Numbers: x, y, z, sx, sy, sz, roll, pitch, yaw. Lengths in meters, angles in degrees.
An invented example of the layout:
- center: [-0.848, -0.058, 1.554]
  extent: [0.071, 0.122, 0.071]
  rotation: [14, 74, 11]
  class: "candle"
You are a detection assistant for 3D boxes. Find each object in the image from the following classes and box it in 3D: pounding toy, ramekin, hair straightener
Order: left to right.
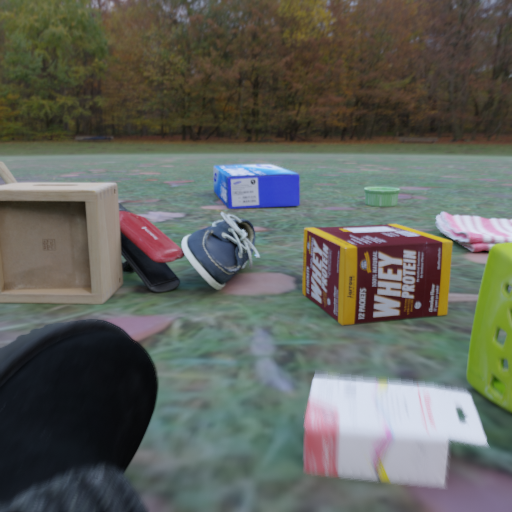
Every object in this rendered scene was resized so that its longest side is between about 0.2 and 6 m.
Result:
- center: [-2.488, -0.322, 6.653]
  extent: [1.645, 1.515, 1.170]
  rotation: [1, 13, 3]
  class: "pounding toy"
- center: [-1.858, -0.202, 7.404]
  extent: [2.509, 0.965, 0.513]
  rotation: [34, 37, 33]
  class: "hair straightener"
- center: [3.249, -1.524, 14.532]
  extent: [0.897, 0.438, 0.897]
  rotation: [0, 13, 0]
  class: "ramekin"

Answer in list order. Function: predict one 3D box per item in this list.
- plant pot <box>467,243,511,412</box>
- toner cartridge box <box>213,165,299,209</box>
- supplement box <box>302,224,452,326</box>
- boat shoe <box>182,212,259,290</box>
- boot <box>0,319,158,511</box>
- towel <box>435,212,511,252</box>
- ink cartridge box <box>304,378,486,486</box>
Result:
- center: [2.218, 0.582, 3.668]
  extent: [1.142, 1.137, 1.037]
  rotation: [-3, 20, -11]
  class: "plant pot"
- center: [-0.119, -2.019, 15.770]
  extent: [1.880, 0.854, 3.958]
  rotation: [-2, 13, -10]
  class: "toner cartridge box"
- center: [1.269, 0.153, 6.159]
  extent: [1.208, 0.802, 1.191]
  rotation: [-3, 13, -15]
  class: "supplement box"
- center: [-0.370, -0.112, 7.255]
  extent: [0.669, 0.810, 2.164]
  rotation: [-34, 1, 10]
  class: "boat shoe"
- center: [-0.468, 1.000, 2.031]
  extent: [1.772, 0.892, 2.370]
  rotation: [-3, 22, 19]
  class: "boot"
- center: [4.670, -0.421, 9.610]
  extent: [2.704, 0.404, 1.979]
  rotation: [0, 13, 2]
  class: "towel"
- center: [0.790, 1.027, 3.305]
  extent: [0.966, 0.326, 0.563]
  rotation: [2, 17, 11]
  class: "ink cartridge box"
